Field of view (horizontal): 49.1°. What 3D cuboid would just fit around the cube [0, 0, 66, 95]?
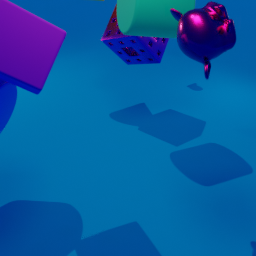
[{"bbox_3d":[-1.566,-1.119,4.144,0.921,0.921,0.921,24,-5,-20],"label":"cube"}]

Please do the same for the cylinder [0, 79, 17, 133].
[{"bbox_3d":[-2.831,-0.495,4.836,1.285,1.285,1.285,25,33,-3],"label":"cylinder"}]

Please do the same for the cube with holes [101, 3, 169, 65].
[{"bbox_3d":[0.289,-2.728,8.032,1.279,1.279,1.279,9,74,42],"label":"cube with holes"}]

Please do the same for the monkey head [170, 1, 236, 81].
[{"bbox_3d":[1.105,-1.276,4.018,0.751,0.897,1.246,-27,71,15],"label":"monkey head"}]

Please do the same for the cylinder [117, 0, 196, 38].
[{"bbox_3d":[0.577,-2.742,6.248,1.348,1.348,1.348,-3,31,-20],"label":"cylinder"}]
